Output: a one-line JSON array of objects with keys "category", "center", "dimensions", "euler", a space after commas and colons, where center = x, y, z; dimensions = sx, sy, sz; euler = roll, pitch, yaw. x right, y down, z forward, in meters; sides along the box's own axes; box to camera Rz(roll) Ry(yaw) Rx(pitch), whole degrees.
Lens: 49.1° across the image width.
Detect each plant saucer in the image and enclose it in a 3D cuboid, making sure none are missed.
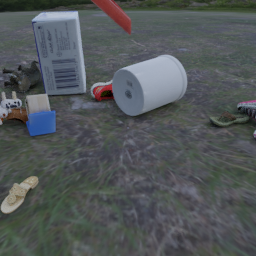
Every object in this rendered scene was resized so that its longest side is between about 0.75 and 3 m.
[{"category": "plant saucer", "center": [-0.558, -2.695, 5.814], "dimensions": [1.429, 0.262, 1.427], "euler": [29, 23, -40]}]

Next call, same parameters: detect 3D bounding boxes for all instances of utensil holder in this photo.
[{"category": "utensil holder", "center": [0.688, -1.395, 9.248], "dimensions": [1.951, 1.658, 1.658], "euler": [-25, 36, -35]}]

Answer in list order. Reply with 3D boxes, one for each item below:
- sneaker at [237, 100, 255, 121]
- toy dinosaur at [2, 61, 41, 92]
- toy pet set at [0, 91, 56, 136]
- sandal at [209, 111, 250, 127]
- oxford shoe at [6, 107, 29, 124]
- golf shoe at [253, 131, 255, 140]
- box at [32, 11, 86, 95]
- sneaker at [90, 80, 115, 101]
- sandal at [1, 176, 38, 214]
[{"category": "sneaker", "center": [3.958, -0.416, 8.370], "dimensions": [0.705, 0.836, 1.912], "euler": [-11, 6, -13]}, {"category": "toy dinosaur", "center": [-4.223, -2.067, 11.510], "dimensions": [1.345, 1.012, 2.630], "euler": [19, 24, 9]}, {"category": "toy pet set", "center": [-3.081, -0.226, 7.812], "dimensions": [1.873, 1.065, 2.006], "euler": [-9, -8, -25]}, {"category": "sandal", "center": [3.067, -0.345, 8.506], "dimensions": [1.344, 0.383, 0.534], "euler": [-9, 29, -17]}, {"category": "oxford shoe", "center": [-2.977, -0.354, 8.555], "dimensions": [1.429, 0.509, 0.510], "euler": [2, -18, -20]}, {"category": "golf shoe", "center": [3.576, 0.216, 7.446], "dimensions": [0.295, 0.374, 0.812], "euler": [3, 26, 6]}, {"category": "box", "center": [-2.632, -3.110, 11.274], "dimensions": [1.570, 2.752, 2.992], "euler": [-6, 27, -6]}, {"category": "sneaker", "center": [-0.517, -1.362, 10.407], "dimensions": [1.722, 0.663, 0.731], "euler": [-20, 48, -24]}, {"category": "sandal", "center": [-2.172, 1.205, 5.559], "dimensions": [0.382, 0.343, 1.043], "euler": [8, 29, 16]}]
